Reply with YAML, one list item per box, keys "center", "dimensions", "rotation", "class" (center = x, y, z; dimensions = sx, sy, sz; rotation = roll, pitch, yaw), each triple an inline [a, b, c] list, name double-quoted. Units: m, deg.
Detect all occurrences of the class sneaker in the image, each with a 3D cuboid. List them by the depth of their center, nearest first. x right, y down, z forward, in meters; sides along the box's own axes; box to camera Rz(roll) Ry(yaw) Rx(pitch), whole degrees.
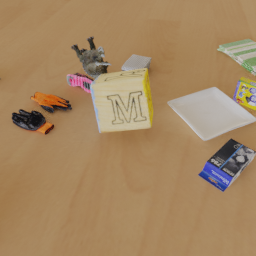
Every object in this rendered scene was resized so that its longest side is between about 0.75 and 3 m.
- center: [-1.612, -1.800, 10.676]
  dimensions: [1.448, 0.572, 0.691]
  rotation: [24, 36, 22]
  class: "sneaker"

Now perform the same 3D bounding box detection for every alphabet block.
- center: [-0.107, -0.857, 8.417]
  dimensions: [1.548, 1.520, 1.512]
  rotation: [-6, 23, 10]
  class: "alphabet block"

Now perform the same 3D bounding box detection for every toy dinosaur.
- center: [-1.165, -2.168, 9.551]
  dimensions: [1.043, 2.711, 1.387]
  rotation: [-20, 82, -1]
  class: "toy dinosaur"

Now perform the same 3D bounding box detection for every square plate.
- center: [2.739, -0.500, 9.361]
  dimensions: [2.134, 0.304, 2.114]
  rotation: [-18, 45, -19]
  class: "square plate"

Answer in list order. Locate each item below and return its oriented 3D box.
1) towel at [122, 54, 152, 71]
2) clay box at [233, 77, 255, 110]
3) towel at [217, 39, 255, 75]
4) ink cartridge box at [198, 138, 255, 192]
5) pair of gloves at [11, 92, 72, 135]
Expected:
- center: [0.357, -2.509, 11.449]
  dimensions: [0.935, 0.483, 1.129]
  rotation: [15, 46, 18]
  class: "towel"
- center: [4.434, -1.053, 9.539]
  dimensions: [1.525, 0.876, 0.363]
  rotation: [29, 51, 29]
  class: "clay box"
- center: [5.470, -3.169, 12.309]
  dimensions: [1.969, 0.302, 2.582]
  rotation: [-17, 44, -18]
  class: "towel"
- center: [2.754, 0.975, 7.740]
  dimensions: [0.830, 0.327, 1.669]
  rotation: [33, 53, 30]
  class: "ink cartridge box"
- center: [-2.901, -0.542, 9.478]
  dimensions: [1.604, 0.223, 1.801]
  rotation: [18, 48, 17]
  class: "pair of gloves"
